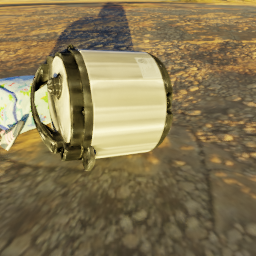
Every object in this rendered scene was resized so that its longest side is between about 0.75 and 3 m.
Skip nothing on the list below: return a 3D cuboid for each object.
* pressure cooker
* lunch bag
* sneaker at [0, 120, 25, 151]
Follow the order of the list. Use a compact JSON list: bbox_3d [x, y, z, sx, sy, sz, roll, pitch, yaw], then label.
[{"bbox_3d":[-0.686,-0.534,6.011,2.678,2.392,2.356,-5,19,-25],"label":"pressure cooker"},{"bbox_3d":[-2.875,-0.805,7.575,2.135,1.361,1.816,23,28,31],"label":"lunch bag"},{"bbox_3d":[-2.692,0.120,6.380,0.373,0.909,0.319,34,22,-12],"label":"sneaker"}]
